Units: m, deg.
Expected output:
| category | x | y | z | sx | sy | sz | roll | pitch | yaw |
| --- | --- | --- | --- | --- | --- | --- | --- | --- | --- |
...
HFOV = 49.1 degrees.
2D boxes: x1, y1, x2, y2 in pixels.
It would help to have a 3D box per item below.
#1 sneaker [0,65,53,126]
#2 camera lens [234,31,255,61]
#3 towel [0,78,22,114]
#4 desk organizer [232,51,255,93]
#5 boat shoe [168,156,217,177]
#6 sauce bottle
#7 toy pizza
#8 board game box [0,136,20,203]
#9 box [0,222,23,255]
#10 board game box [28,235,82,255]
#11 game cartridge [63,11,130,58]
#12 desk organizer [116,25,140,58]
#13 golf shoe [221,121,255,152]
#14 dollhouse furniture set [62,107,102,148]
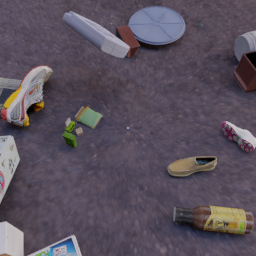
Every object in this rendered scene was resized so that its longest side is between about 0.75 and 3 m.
| category | x | y | z | sx | sy | sz | roll | pitch | yaw |
| --- | --- | --- | --- | --- | --- | --- | --- | --- | --- |
| sneaker | -3.172 | -1.063 | 9.390 | 1.000 | 0.948 | 2.435 | 27 | 63 | -4 |
| camera lens | 4.837 | -3.028 | 10.336 | 1.405 | 1.124 | 1.124 | -14 | 60 | -8 |
| towel | -4.545 | -1.102 | 9.717 | 1.634 | 0.282 | 1.573 | 8 | 62 | 3 |
| desk organizer | 5.286 | -2.216 | 9.875 | 2.757 | 1.061 | 0.989 | -15 | 60 | -9 |
| boat shoe | 1.879 | 1.035 | 8.190 | 1.456 | 0.555 | 0.522 | -12 | 59 | -7 |
| sauce bottle | 2.198 | 2.374 | 7.350 | 1.978 | 0.640 | 0.640 | 4 | 59 | 5 |
| toy pizza | 1.172 | -4.141 | 11.465 | 2.303 | 0.365 | 2.303 | -1 | 58 | 1 |
| board game box | -4.235 | 1.342 | 7.044 | 2.132 | 0.929 | 2.889 | -6 | 28 | -2 |
| box | -3.172 | 2.809 | 6.662 | 0.998 | 1.310 | 0.697 | -10 | 59 | -6 |
| board game box | -2.180 | 3.828 | 6.550 | 2.524 | 0.437 | 1.593 | -21 | 61 | -12 |
| game cartridge | -0.740 | -2.577 | 8.004 | 1.491 | 2.240 | 0.458 | 34 | 107 | 8 |
| desk organizer | -0.012 | -3.412 | 10.961 | 0.511 | 0.476 | 1.328 | -17 | 60 | -13 |
| golf shoe | 3.505 | 0.205 | 8.816 | 0.566 | 0.465 | 1.236 | -33 | 69 | -31 |
| dollhouse furniture set | -1.497 | -0.158 | 8.903 | 0.757 | 0.585 | 1.515 | 25 | 62 | 14 |
